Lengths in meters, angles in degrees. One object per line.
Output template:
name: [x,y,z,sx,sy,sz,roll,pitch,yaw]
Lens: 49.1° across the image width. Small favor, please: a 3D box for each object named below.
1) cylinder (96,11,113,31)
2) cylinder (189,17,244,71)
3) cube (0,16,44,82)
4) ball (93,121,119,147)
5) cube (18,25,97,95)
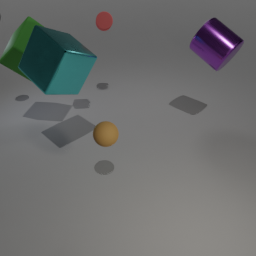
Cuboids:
cylinder: [-1.012,-4.502,11.843,0.700,0.700,0.700,-4,14,-7]
cylinder: [3.262,-3.080,10.380,1.400,1.400,1.400,45,47,12]
cube: [-3.395,-2.703,9.870,1.400,1.400,1.400,-16,52,46]
ball: [-0.603,0.165,7.611,0.700,0.700,0.700,0,32,0]
cube: [-2.066,-1.940,8.271,1.400,1.400,1.400,42,25,20]
